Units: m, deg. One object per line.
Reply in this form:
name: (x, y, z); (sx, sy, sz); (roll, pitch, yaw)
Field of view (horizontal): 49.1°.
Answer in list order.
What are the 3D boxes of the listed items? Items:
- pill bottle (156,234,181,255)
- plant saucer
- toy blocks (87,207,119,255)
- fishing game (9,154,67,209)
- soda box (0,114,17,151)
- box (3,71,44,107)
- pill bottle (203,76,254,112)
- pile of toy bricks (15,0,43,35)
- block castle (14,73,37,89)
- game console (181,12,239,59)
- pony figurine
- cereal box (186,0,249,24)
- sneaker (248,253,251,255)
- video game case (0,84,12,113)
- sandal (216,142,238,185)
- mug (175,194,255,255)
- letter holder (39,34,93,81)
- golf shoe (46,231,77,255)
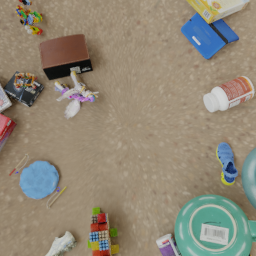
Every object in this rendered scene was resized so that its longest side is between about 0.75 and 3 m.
pill bottle: (1.340, 3.929, 8.849); (0.552, 0.552, 0.991); (-23, 75, -7)
plant saucer: (5.396, 1.798, 9.590); (2.887, 0.396, 2.887); (0, 73, 1)
toy blocks: (-0.830, 3.412, 8.564); (0.995, 1.361, 1.992); (-7, 72, -2)
fishing game: (-3.054, 1.768, 9.666); (1.849, 0.287, 1.324); (36, 76, 2)
soda box: (-4.830, 0.498, 9.840); (0.716, 0.649, 2.046); (23, 74, 7)
box: (-3.974, -1.480, 10.641); (1.219, 0.265, 0.976); (29, 75, 8)
pill bottle: (3.641, -1.196, 10.213); (1.632, 0.915, 0.915); (-23, 74, -7)
pile of toy bricks: (-3.874, -4.576, 11.401); (0.829, 0.931, 1.678); (-10, 56, -43)
block castle: (-3.789, -1.736, 10.395); (0.775, 0.363, 0.518); (2, 77, 3)
game console: (3.330, -3.828, 11.406); (1.523, 1.056, 1.785); (-41, 74, 20)
pony figurine: (-2.002, -1.253, 10.226); (1.464, 1.263, 1.516); (-36, 61, -19)
cereal box: (3.550, -5.280, 11.325); (2.436, 0.481, 1.753); (-30, 75, -29)
sneaker: (3.365, 3.984, 8.751); (0.902, 0.701, 2.004); (32, 74, 12)
video game case: (-5.324, -1.006, 10.394); (1.625, 0.187, 1.480); (-35, 76, 1)
sandal: (3.456, 1.190, 9.643); (0.590, 0.647, 1.485); (-8, 72, -1)
mug: (2.654, 2.949, 8.239); (2.636, 1.630, 2.166); (-35, 56, -6)
letter holder: (-2.370, -2.742, 10.712); (1.772, 0.891, 1.259); (-13, 72, -4)
golf shoe: (-2.276, 3.856, 9.002); (1.236, 0.484, 0.601); (-33, 56, -12)
